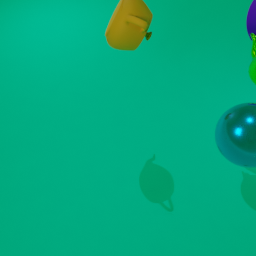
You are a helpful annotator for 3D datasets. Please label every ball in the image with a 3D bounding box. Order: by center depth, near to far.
[{"bbox_3d":[1.706,0.100,3.962,0.917,0.917,0.917,0,60,0],"label":"ball"}]

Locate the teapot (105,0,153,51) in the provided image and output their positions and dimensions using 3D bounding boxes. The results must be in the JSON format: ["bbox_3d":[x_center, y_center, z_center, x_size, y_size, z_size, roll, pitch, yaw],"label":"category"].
[{"bbox_3d":[0.066,-1.995,5.522,0.835,1.706,1.061,24,100,-16],"label":"teapot"}]

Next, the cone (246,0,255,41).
[{"bbox_3d":[3.241,-2.235,5.653,1.122,1.122,1.126,-29,25,-15],"label":"cone"}]

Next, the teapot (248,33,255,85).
[{"bbox_3d":[2.960,-1.276,5.609,1.018,0.802,1.637,-26,57,-11],"label":"teapot"}]
